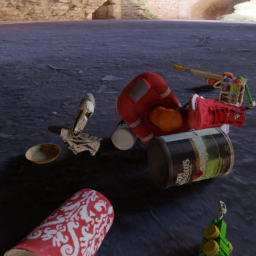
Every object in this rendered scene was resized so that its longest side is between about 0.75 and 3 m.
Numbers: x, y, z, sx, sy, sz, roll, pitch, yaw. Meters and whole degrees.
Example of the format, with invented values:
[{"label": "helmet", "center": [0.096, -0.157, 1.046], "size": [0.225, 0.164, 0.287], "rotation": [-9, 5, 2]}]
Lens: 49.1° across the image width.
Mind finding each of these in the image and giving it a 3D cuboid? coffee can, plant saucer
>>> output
[{"label": "coffee can", "center": [1.740, 0.817, 8.006], "size": [1.986, 1.453, 1.453], "rotation": [-9, 28, -17]}, {"label": "plant saucer", "center": [-2.793, 0.876, 9.287], "size": [1.132, 0.200, 1.132], "rotation": [0, 27, 0]}]

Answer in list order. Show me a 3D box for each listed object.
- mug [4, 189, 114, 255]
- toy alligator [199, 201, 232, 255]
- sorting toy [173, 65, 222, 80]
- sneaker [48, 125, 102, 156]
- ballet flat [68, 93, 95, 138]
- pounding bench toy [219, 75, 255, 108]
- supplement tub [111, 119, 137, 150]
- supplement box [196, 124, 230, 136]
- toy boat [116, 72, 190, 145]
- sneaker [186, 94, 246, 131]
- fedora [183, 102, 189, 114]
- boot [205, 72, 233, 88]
[{"label": "mug", "center": [-1.383, 2.156, 5.607], "size": [1.803, 1.355, 2.031], "rotation": [13, 26, 20]}, {"label": "toy alligator", "center": [1.826, 2.388, 6.007], "size": [0.563, 0.615, 2.073], "rotation": [-34, 12, 29]}, {"label": "sorting toy", "center": [2.292, -1.932, 9.679], "size": [1.600, 0.214, 1.192], "rotation": [9, 20, -8]}, {"label": "sneaker", "center": [-1.791, 0.423, 9.083], "size": [1.789, 0.792, 0.663], "rotation": [19, 0, -11]}, {"label": "ballet flat", "center": [-1.182, -0.309, 7.503], "size": [0.445, 1.311, 0.494], "rotation": [28, -6, -27]}, {"label": "pounding bench toy", "center": [5.218, -1.723, 13.170], "size": [1.647, 1.284, 1.023], "rotation": [14, 30, 25]}, {"label": "supplement tub", "center": [-0.029, 0.117, 10.073], "size": [0.841, 0.841, 1.372], "rotation": [6, 28, 11]}, {"label": "supplement box", "center": [3.100, 0.131, 10.224], "size": [0.676, 0.662, 1.308], "rotation": [22, 34, 39]}, {"label": "toy boat", "center": [1.045, -0.353, 8.903], "size": [1.819, 2.788, 1.822], "rotation": [-46, 30, -5]}, {"label": "sneaker", "center": [2.962, -0.511, 9.169], "size": [1.716, 1.164, 2.971], "rotation": [8, 18, 21]}, {"label": "fedora", "center": [2.446, -0.519, 11.257], "size": [0.704, 1.542, 1.542], "rotation": [46, 42, 10]}, {"label": "boot", "center": [5.352, -2.647, 15.829], "size": [1.715, 0.643, 0.919], "rotation": [-14, 37, -16]}]
